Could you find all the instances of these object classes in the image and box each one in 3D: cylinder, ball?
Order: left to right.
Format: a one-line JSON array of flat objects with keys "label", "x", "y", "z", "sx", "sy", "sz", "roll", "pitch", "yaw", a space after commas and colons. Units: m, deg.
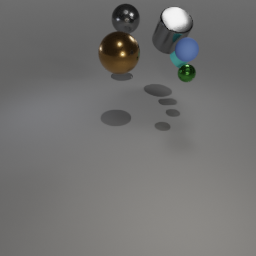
[{"label": "ball", "x": -0.295, "y": -2.507, "z": 9.382, "sx": 1.400, "sy": 1.400, "sz": 1.400, "roll": 0, "pitch": 31, "yaw": 0}, {"label": "ball", "x": -0.113, "y": -5.339, "z": 13.735, "sx": 1.400, "sy": 1.400, "sz": 1.400, "roll": 0, "pitch": 31, "yaw": 0}, {"label": "cylinder", "x": 1.878, "y": -4.148, "z": 12.017, "sx": 1.400, "sy": 1.400, "sz": 1.400, "roll": 4, "pitch": 67, "yaw": -10}, {"label": "cylinder", "x": 2.195, "y": -2.937, "z": 11.454, "sx": 0.700, "sy": 0.700, "sz": 0.700, "roll": -34, "pitch": 11, "yaw": 35}, {"label": "ball", "x": 2.256, "y": -2.107, "z": 10.766, "sx": 0.700, "sy": 0.700, "sz": 0.700, "roll": 0, "pitch": 31, "yaw": 0}, {"label": "ball", "x": 1.753, "y": -2.334, "z": 8.357, "sx": 0.700, "sy": 0.700, "sz": 0.700, "roll": 0, "pitch": 31, "yaw": 0}]
